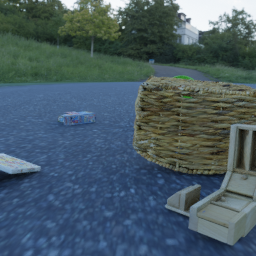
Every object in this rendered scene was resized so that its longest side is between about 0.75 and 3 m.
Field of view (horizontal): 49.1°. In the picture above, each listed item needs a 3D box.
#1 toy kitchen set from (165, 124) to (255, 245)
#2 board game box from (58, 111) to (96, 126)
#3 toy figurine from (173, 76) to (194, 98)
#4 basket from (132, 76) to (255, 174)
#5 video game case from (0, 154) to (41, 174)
[{"bbox_3d":[1.423,0.721,4.598,1.345,1.488,1.649,9,11,40],"label":"toy kitchen set"},{"bbox_3d":[-2.473,-0.460,12.637,1.483,0.457,1.482,11,16,43],"label":"board game box"},{"bbox_3d":[3.305,-1.231,13.890,2.805,2.106,2.582,32,17,27],"label":"toy figurine"},{"bbox_3d":[1.684,-0.129,7.057,2.900,2.070,2.161,6,14,8],"label":"basket"},{"bbox_3d":[-2.762,0.793,6.389,1.144,0.131,1.041,16,-1,16],"label":"video game case"}]
